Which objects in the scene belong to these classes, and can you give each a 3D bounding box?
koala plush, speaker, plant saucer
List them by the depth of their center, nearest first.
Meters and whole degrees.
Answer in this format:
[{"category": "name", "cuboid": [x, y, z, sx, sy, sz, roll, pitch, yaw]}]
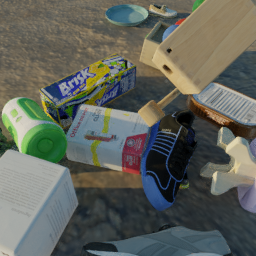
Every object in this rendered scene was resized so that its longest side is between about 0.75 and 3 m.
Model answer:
[{"category": "koala plush", "cuboid": [-3.486, 0.396, 7.042, 1.122, 1.265, 1.163, 28, 53, 23]}, {"category": "speaker", "cuboid": [-2.440, 0.005, 7.117, 1.137, 1.137, 2.571, -26, 33, -23]}, {"category": "plant saucer", "cuboid": [-0.060, -5.292, 13.212, 2.021, 0.277, 2.021, 0, 46, 1]}]

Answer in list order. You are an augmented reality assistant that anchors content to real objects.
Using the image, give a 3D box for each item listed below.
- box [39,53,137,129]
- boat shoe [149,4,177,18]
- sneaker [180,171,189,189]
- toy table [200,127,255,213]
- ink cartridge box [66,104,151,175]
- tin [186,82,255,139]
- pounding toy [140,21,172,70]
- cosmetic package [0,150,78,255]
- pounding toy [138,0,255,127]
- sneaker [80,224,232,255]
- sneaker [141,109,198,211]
[{"category": "box", "cuboid": [-1.166, -1.238, 8.828, 2.985, 0.960, 1.046, -33, 55, -28]}, {"category": "boat shoe", "cuboid": [1.679, -5.594, 13.363, 1.357, 0.464, 0.507, 9, 47, 9]}, {"category": "sneaker", "cuboid": [1.374, 1.100, 7.021, 0.295, 0.323, 0.798, -6, 47, -6]}, {"category": "toy table", "cuboid": [2.549, 0.865, 6.475, 1.110, 1.743, 1.896, 23, 44, -2]}, {"category": "ink cartridge box", "cuboid": [-0.494, 0.253, 7.468, 2.022, 0.843, 1.468, 10, 47, 9]}, {"category": "tin", "cuboid": [3.041, -0.634, 8.597, 2.596, 0.544, 1.454, 32, 50, 27]}, {"category": "pounding toy", "cuboid": [1.291, -2.957, 10.449, 1.911, 1.359, 1.759, 25, 51, 9]}, {"category": "cosmetic package", "cuboid": [-2.132, 1.701, 5.628, 1.485, 1.484, 1.800, 15, 48, 14]}, {"category": "pounding toy", "cuboid": [1.032, -1.329, 5.742, 2.659, 2.336, 1.217, -44, 94, 5]}, {"category": "sneaker", "cuboid": [0.567, 2.435, 5.354, 2.930, 1.083, 1.162, 4, 37, -4]}, {"category": "sneaker", "cuboid": [1.082, 0.578, 6.727, 1.107, 0.996, 2.841, -30, 30, 32]}]
